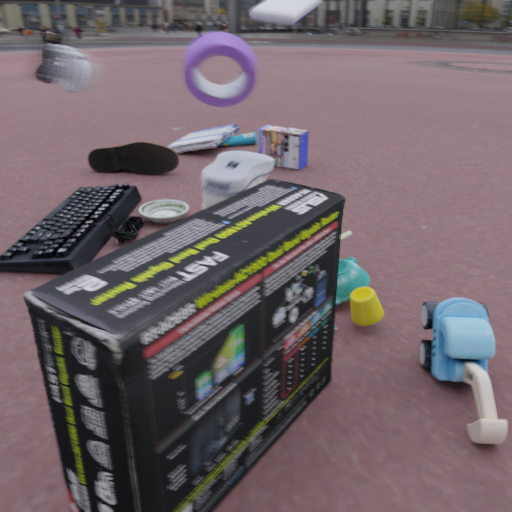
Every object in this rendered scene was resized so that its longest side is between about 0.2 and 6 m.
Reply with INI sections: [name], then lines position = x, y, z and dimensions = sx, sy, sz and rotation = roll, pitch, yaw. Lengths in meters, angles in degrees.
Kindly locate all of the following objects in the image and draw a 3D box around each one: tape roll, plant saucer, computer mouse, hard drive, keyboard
[tape roll]
position = -0.679, -3.489, 10.564
dimensions = 1.335, 1.335, 0.438
rotation = -1, 51, -1
[plant saucer]
position = -2.122, -0.979, 12.940
dimensions = 1.144, 0.287, 1.144
rotation = 0, 27, 0
[computer mouse]
position = -3.537, -3.520, 10.498
dimensions = 0.434, 1.085, 1.978
rotation = 3, 27, -46
[hard drive]
position = 0.524, -4.280, 9.634
dimensions = 0.801, 0.154, 1.214
rotation = 17, 43, 20
[keyboard]
position = -3.649, -0.735, 12.228
dimensions = 2.475, 0.529, 4.122
rotation = 3, 28, 6

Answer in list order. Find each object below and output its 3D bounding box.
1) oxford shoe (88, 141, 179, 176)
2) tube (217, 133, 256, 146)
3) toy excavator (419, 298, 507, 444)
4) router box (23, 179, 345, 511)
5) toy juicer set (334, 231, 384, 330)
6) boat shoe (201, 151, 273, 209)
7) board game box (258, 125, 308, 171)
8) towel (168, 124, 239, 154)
[oxford shoe]
position = -3.414, -2.877, 16.097
dimensions = 2.654, 0.947, 0.946
rotation = 4, 21, 11
[tube]
position = -0.747, -3.822, 18.628
dimensions = 1.492, 0.376, 0.578
rotation = -9, 18, -6
[toy excavator]
position = 2.758, 1.413, 7.326
dimensions = 0.865, 1.685, 1.733
rotation = 2, -2, 3
[router box]
position = -0.423, 1.015, 6.120
dimensions = 1.152, 2.779, 3.709
rotation = 18, 31, 30
[toy juicer set]
position = 1.192, 0.517, 9.705
dimensions = 1.542, 0.660, 2.425
rotation = -17, 30, 6
[boat shoe]
position = -0.284, -1.035, 8.374
dimensions = 0.801, 0.789, 2.259
rotation = 12, 23, 7
[board game box]
position = 0.790, -3.187, 16.485
dimensions = 1.349, 1.076, 0.653
rotation = 14, 29, 24
[towel]
position = -1.725, -3.856, 18.477
dimensions = 1.837, 0.298, 2.501
rotation = -5, 22, 19
